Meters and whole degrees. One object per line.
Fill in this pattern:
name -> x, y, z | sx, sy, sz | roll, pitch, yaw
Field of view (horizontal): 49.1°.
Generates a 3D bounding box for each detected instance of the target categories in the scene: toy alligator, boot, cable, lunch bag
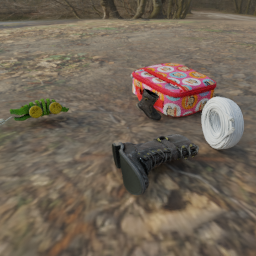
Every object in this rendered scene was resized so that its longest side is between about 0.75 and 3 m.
toy alligator -> -2.678, -0.508, 7.785 | 2.075, 0.498, 0.688 | -14, 10, -28
boot -> 0.628, 0.542, 5.565 | 1.684, 0.669, 1.934 | -9, 20, -12
cable -> 2.111, -0.120, 6.373 | 0.413, 1.192, 1.192 | -5, 52, -13
boot -> 0.677, -0.652, 7.856 | 0.912, 0.794, 0.316 | 33, 54, -3
lunch bag -> 1.294, -1.272, 9.144 | 2.250, 1.046, 2.554 | -18, 34, -27
